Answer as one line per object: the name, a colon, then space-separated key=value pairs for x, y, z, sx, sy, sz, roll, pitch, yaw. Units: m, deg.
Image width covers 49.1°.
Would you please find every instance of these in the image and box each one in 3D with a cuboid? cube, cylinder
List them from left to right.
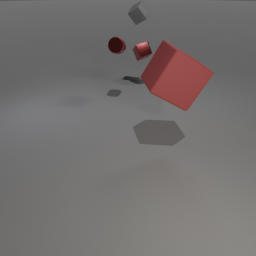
cylinder: x=-0.480 y=-3.632 z=12.363 sx=0.700 sy=0.700 sz=0.700 roll=4 pitch=13 yaw=7
cube: x=0.537 y=-5.538 z=13.454 sx=0.700 sy=0.700 sz=0.700 roll=-15 pitch=41 yaw=40
cube: x=0.748 y=-4.043 z=14.734 sx=0.700 sy=0.700 sz=0.700 roll=-23 pitch=4 yaw=-13
cube: x=1.444 y=-1.627 z=8.633 sx=1.400 sy=1.400 sz=1.400 roll=24 pitch=22 yaw=-23
